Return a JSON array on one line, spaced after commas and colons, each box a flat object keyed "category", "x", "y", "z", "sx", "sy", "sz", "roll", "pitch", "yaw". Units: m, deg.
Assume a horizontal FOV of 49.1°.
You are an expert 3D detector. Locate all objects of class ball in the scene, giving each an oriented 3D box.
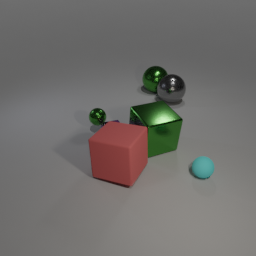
[{"category": "ball", "x": 1.457, "y": -2.571, "z": 14.794, "sx": 1.400, "sy": 1.400, "sz": 1.400, "roll": 0, "pitch": 31, "yaw": 0}, {"category": "ball", "x": -1.203, "y": -0.446, "z": 11.088, "sx": 0.700, "sy": 0.700, "sz": 0.700, "roll": 0, "pitch": 31, "yaw": 0}, {"category": "ball", "x": 2.114, "y": -1.916, "z": 13.655, "sx": 1.400, "sy": 1.400, "sz": 1.400, "roll": 0, "pitch": 31, "yaw": 0}, {"category": "ball", "x": 2.397, "y": 1.253, "z": 8.945, "sx": 0.700, "sy": 0.700, "sz": 0.700, "roll": 0, "pitch": 31, "yaw": 0}]

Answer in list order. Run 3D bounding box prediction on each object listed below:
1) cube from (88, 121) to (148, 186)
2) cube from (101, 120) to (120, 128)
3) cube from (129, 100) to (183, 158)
[{"category": "cube", "x": -0.259, "y": 0.764, "z": 8.940, "sx": 1.400, "sy": 1.400, "sz": 1.400, "roll": 9, "pitch": 29, "yaw": 22}, {"category": "cube", "x": -0.595, "y": 0.174, "z": 10.702, "sx": 0.700, "sy": 0.700, "sz": 0.700, "roll": -10, "pitch": 25, "yaw": -14}, {"category": "cube", "x": 0.949, "y": 0.018, "z": 10.227, "sx": 1.400, "sy": 1.400, "sz": 1.400, "roll": -13, "pitch": 39, "yaw": -22}]
